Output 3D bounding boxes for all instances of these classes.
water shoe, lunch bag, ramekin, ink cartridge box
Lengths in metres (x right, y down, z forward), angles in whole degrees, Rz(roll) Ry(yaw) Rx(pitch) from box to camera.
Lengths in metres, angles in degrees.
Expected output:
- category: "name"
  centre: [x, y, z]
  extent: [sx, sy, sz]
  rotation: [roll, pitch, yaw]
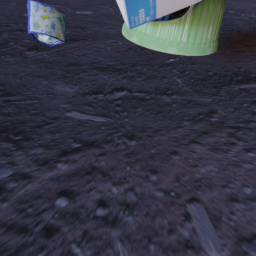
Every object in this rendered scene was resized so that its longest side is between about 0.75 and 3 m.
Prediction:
- category: "water shoe"
  centre: [0.573, -2.376, 5.668]
  extent: [1.517, 0.542, 0.599]
  rotation: [0, 28, 32]
- category: "lunch bag"
  centre: [-2.277, -2.837, 7.615]
  extent: [0.680, 0.907, 1.067]
  rotation: [-4, -4, 29]
- category: "ramekin"
  centre: [1.278, -3.115, 7.680]
  extent: [2.759, 1.348, 2.759]
  rotation: [6, 33, -4]
- category: "ink cartridge box"
  centre: [0.620, -2.444, 3.841]
  extent: [1.913, 0.801, 1.388]
  rotation: [-21, 75, 1]
